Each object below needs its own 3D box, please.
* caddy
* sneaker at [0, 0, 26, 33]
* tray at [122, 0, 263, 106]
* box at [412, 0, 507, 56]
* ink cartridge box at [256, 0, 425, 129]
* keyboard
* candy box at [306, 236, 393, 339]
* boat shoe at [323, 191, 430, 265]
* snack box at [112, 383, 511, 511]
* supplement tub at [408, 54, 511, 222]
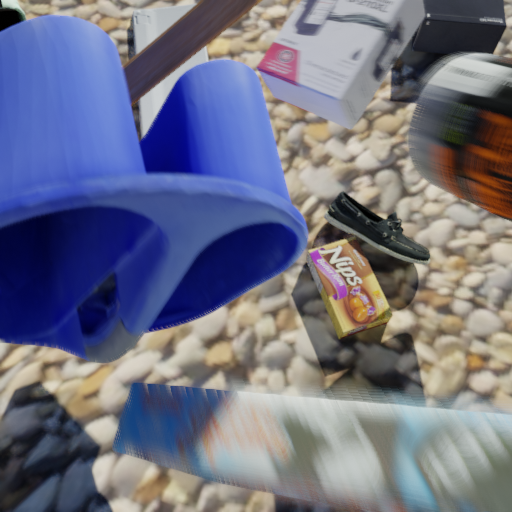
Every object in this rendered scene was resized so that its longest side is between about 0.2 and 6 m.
[{"bbox_3d":[-1.388,-0.112,5.257,2.919,4.129,2.167,4,68,-32],"label":"caddy"},{"bbox_3d":[-5.644,-4.140,10.003,2.943,1.083,1.736,-33,63,-17],"label":"sneaker"},{"bbox_3d":[-0.885,-2.454,6.496,2.126,1.048,0.394,-32,109,17],"label":"tray"},{"bbox_3d":[3.710,-4.501,10.387,1.502,0.782,1.367,7,63,3],"label":"box"},{"bbox_3d":[0.820,-2.059,5.374,0.987,0.575,1.363,31,86,28],"label":"ink cartridge box"},{"bbox_3d":[-1.407,-2.710,9.896,1.329,0.252,4.721,-5,65,-8],"label":"keyboard"},{"bbox_3d":[1.354,0.452,8.278,0.796,0.385,1.364,-17,67,-8],"label":"candy box"},{"bbox_3d":[1.905,-0.459,8.502,1.737,0.649,0.576,30,111,20],"label":"boat shoe"},{"bbox_3d":[0.807,1.799,4.848,3.565,2.071,0.661,-2,61,28],"label":"snack box"},{"bbox_3d":[3.251,-1.172,6.244,1.752,1.752,2.860,-30,36,-13],"label":"supplement tub"}]
